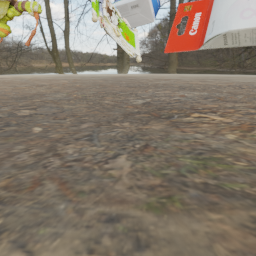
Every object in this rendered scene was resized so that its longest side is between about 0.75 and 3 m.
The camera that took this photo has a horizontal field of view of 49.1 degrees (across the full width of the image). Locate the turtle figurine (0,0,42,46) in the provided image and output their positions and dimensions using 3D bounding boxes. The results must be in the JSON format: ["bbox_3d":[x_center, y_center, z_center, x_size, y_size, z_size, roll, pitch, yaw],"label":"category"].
[{"bbox_3d":[-2.991,-3.058,6.729,2.639,2.128,0.850,6,-3,39],"label":"turtle figurine"}]

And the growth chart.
[{"bbox_3d":[-0.231,-2.214,5.984,0.162,1.323,1.829,-23,-30,26],"label":"growth chart"}]

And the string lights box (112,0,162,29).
[{"bbox_3d":[0.303,-4.259,9.785,1.426,0.818,2.775,-9,32,19],"label":"string lights box"}]

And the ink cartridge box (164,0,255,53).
[{"bbox_3d":[2.474,-3.070,7.409,2.828,0.807,2.299,6,58,23],"label":"ink cartridge box"}]
